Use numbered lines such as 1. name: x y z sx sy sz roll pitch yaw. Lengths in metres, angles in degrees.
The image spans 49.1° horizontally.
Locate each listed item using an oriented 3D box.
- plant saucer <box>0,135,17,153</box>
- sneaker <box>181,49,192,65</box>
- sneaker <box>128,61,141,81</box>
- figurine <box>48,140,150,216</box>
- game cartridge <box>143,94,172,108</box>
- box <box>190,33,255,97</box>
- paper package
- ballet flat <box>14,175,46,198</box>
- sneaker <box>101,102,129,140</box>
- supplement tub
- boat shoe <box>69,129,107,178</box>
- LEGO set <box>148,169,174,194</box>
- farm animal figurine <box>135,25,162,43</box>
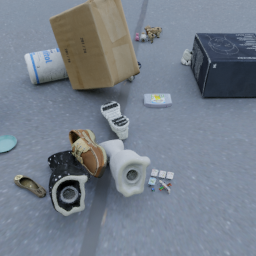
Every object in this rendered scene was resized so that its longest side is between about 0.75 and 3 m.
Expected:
1. plant saucer: -4.013 0.543 9.094 0.792 0.142 0.792 0 41 0
2. sneaker: 3.391 -3.322 13.052 1.733 0.703 0.651 -1 43 -4
3. sneaker: 0.266 -2.623 12.382 0.809 0.528 1.445 -12 42 -11
4. figurine: -0.930 1.013 7.660 2.516 1.083 2.455 -13 19 -16
5. game cartridge: 1.155 -1.063 10.880 1.080 0.218 0.720 -1 45 -1
6. box: 4.200 -2.641 11.511 2.680 1.661 2.634 0 39 -1
7. paper package: -1.271 -3.069 10.450 2.785 2.922 1.511 5 31 45
8. ballet flat: -2.751 1.576 7.824 1.170 0.271 0.394 24 47 25
9. sneaker: -0.446 -0.287 9.570 0.687 0.741 1.828 -19 39 -8
10. supplement tub: -3.245 -2.657 11.862 1.939 1.279 1.279 -17 44 -16
11. boat shoe: -1.252 0.681 8.064 0.781 0.800 2.116 14 19 -30
12. LEGO set: 0.930 1.556 7.988 0.645 0.212 0.863 8 33 13
13. farm animal figurine: 1.108 -5.159 15.124 1.123 0.699 1.390 25 47 25
